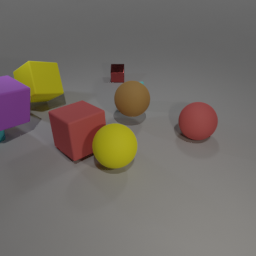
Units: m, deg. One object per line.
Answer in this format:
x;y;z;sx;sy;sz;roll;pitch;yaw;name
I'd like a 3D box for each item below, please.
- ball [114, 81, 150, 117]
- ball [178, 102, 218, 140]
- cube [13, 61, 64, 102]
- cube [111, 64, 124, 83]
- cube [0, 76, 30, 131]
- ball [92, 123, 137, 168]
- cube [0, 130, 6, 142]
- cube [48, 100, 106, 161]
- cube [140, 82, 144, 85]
0.163;-1.132;10.890;1.400;1.400;1.400;0;33;0;ball
2.557;-0.253;10.255;1.400;1.400;1.400;0;33;0;ball
-3.851;-1.953;12.065;1.400;1.400;1.400;-15;-3;42;cube
-0.544;-2.884;14.761;0.700;0.700;0.700;0;54;0;cube
-4.504;-0.909;10.014;1.400;1.400;1.400;28;32;28;cube
-0.406;0.556;8.732;1.400;1.400;1.400;0;33;0;ball
-5.010;0.191;10.171;0.700;0.700;0.700;12;29;18;cube
-1.694;0.039;9.637;1.400;1.400;1.400;-24;33;-34;cube
0.329;-1.540;12.215;0.700;0.700;0.700;-1;35;20;cube
